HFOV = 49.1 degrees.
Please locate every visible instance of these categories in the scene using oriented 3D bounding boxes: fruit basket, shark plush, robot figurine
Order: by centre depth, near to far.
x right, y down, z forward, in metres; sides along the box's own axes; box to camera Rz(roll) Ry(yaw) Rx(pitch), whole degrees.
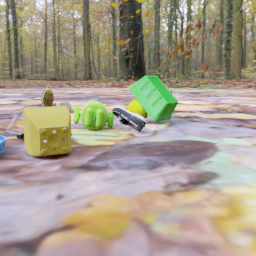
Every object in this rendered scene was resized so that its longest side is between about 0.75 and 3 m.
[{"bbox_3d":[-2.572,0.267,8.288,1.759,0.799,0.733,-18,-16,18],"label":"shark plush"},{"bbox_3d":[-1.235,-0.476,10.240,1.475,0.972,1.681,5,11,-8],"label":"robot figurine"},{"bbox_3d":[0.781,-0.941,11.488,2.047,2.047,1.476,8,12,39],"label":"fruit basket"}]

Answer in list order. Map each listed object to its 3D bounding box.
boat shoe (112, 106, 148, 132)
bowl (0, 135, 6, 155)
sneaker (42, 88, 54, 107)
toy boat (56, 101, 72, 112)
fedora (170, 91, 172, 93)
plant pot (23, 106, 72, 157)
[{"bbox_3d":[-0.036,-0.308,9.727,1.577,0.476,0.583,25,-17,35],"label":"boat shoe"},{"bbox_3d":[-3.891,0.485,6.716,1.801,0.353,1.801,0,10,0],"label":"bowl"},{"bbox_3d":[-3.397,-1.031,11.706,0.520,1.388,0.625,-10,29,-31],"label":"sneaker"},{"bbox_3d":[-3.460,-1.022,14.825,0.627,0.626,0.959,-29,-9,37],"label":"toy boat"},{"bbox_3d":[2.198,-1.302,15.155,0.660,1.445,1.445,31,7,-8],"label":"fedora"},{"bbox_3d":[-1.876,0.141,6.732,1.118,1.111,1.144,-4,17,-23],"label":"plant pot"}]
